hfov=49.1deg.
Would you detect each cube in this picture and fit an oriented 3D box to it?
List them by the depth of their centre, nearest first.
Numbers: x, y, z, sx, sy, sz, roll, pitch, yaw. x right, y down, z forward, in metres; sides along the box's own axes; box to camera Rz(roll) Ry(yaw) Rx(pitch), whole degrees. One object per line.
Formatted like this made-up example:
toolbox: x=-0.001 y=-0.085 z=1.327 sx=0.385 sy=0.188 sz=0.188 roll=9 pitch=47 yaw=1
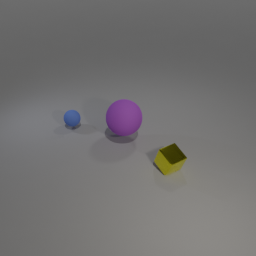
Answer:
cube: x=1.416 y=1.059 z=9.403 sx=0.700 sy=0.700 sz=0.700 roll=-19 pitch=56 yaw=-28

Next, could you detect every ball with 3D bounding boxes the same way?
ball: x=-0.149 y=-0.394 z=10.680 sx=1.400 sy=1.400 sz=1.400 roll=0 pitch=32 yaw=0
ball: x=-2.341 y=-0.414 z=11.738 sx=0.700 sy=0.700 sz=0.700 roll=0 pitch=32 yaw=0
